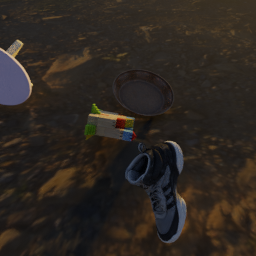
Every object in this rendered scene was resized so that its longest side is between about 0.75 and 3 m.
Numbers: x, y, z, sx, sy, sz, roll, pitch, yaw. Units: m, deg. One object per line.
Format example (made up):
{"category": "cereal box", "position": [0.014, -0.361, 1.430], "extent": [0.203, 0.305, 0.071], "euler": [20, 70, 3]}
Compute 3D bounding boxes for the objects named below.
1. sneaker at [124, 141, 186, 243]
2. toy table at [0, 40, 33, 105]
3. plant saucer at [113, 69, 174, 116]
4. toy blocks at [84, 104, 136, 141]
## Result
{"category": "sneaker", "position": [0.506, 1.267, 5.569], "extent": [1.166, 2.049, 0.773], "euler": [6, -8, -39]}
{"category": "toy table", "position": [-4.396, -1.906, 9.465], "extent": [2.334, 2.539, 1.487], "euler": [-40, 20, 6]}
{"category": "plant saucer", "position": [0.504, -1.146, 9.574], "extent": [2.127, 0.389, 2.127], "euler": [7, 52, -9]}
{"category": "toy blocks", "position": [-0.402, -0.096, 7.840], "extent": [1.302, 0.952, 1.905], "euler": [10, 10, -2]}
